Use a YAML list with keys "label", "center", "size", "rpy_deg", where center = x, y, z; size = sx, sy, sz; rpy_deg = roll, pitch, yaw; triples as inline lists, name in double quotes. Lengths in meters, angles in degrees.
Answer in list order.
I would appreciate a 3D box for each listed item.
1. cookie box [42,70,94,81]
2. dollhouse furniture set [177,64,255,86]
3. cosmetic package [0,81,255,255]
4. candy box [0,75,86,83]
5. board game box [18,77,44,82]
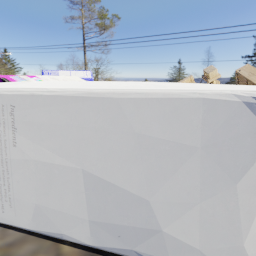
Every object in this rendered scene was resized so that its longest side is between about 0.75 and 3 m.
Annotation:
- label: "cookie box"
  center: [-2.191, -1.315, 10.191]
  size: [1.757, 1.503, 0.660]
  rpy_deg: [-2, 41, -14]
- label: "dollhouse furniture set"
  center: [1.951, -0.105, 6.382]
  size: [2.722, 1.329, 2.322]
  rpy_deg: [-29, 40, -3]
- label: "cosmetic package"
  center: [-0.248, 0.156, 2.672]
  size: [2.930, 1.189, 1.654]
  rpy_deg: [6, 12, 25]
- label: "candy box"
  center: [-1.997, -0.854, 8.076]
  size: [1.915, 0.856, 2.808]
  rpy_deg: [28, 24, 31]
- label: "board game box"
  center: [-1.739, -0.682, 6.215]
  size: [1.577, 0.270, 1.060]
  rpy_deg: [21, 24, 13]
